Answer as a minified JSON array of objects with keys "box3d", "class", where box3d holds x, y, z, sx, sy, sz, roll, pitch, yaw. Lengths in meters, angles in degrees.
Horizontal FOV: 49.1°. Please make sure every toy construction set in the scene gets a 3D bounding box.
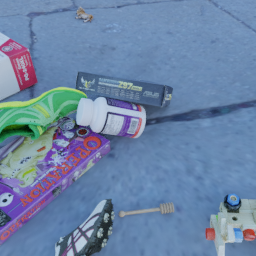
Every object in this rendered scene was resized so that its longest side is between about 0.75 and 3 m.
[{"box3d":[2.248,1.780,4.727,2.106,0.970,1.381,11,43,-5],"class":"toy construction set"}]

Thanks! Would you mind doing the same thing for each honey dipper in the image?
[{"box3d":[0.351,1.609,5.417,1.067,0.203,0.203,-8,43,-2],"class":"honey dipper"}]

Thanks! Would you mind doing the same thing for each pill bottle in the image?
[{"box3d":[-0.411,-0.264,6.626,1.501,0.836,0.836,10,38,-23],"class":"pill bottle"}]

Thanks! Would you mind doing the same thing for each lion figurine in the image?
[{"box3d":[-1.908,-5.033,12.576,1.123,0.407,0.688,34,43,14],"class":"lion figurine"}]

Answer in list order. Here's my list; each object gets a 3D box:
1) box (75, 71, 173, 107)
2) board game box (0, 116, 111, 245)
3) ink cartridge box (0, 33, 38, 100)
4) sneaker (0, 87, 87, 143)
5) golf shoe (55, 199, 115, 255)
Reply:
[{"box3d":[-0.010,-1.020,7.362,2.219,0.566,1.750,11,10,14],"class":"box"},{"box3d":[-2.014,0.822,6.109,1.787,0.481,2.977,31,50,24],"class":"board game box"},{"box3d":[-4.527,-1.588,8.119,2.099,1.205,2.890,33,52,31],"class":"ink cartridge box"},{"box3d":[-2.036,-0.221,6.496,2.385,0.883,0.997,-19,63,-18],"class":"sneaker"},{"box3d":[-0.791,1.896,4.743,0.786,0.689,1.785,9,42,20],"class":"golf shoe"}]
